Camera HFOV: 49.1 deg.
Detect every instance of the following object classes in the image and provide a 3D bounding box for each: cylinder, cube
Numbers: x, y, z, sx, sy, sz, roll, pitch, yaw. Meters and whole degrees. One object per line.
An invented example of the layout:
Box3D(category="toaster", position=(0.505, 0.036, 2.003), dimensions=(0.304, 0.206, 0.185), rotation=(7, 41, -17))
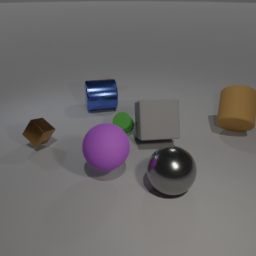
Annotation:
Box3D(category="cylinder", position=(-1.270, -1.554, 13.139), dimensions=(1.400, 1.400, 1.400), rotation=(-6, 28, -11))
Box3D(category="cube", position=(1.037, -0.319, 10.353), dimensions=(1.400, 1.400, 1.400), rotation=(-3, 3, -5))
Box3D(category="cube", position=(-3.210, 0.135, 10.109), dimensions=(0.700, 0.700, 0.700), rotation=(40, 19, 10))
Box3D(category="cylinder", position=(4.302, -0.757, 11.033), dimensions=(1.400, 1.400, 1.400), rotation=(9, 72, 16))
Box3D(category="cylinder", position=(-0.165, -0.192, 10.809), dimensions=(0.700, 0.700, 0.700), rotation=(8, -13, 15))

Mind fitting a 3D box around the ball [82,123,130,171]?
Box3D(category="ball", position=(-0.647, 0.557, 8.295), dimensions=(1.400, 1.400, 1.400), rotation=(0, 28, 0))

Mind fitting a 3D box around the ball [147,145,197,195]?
Box3D(category="ball", position=(1.236, 1.198, 7.964), dimensions=(1.400, 1.400, 1.400), rotation=(0, 28, 0))
